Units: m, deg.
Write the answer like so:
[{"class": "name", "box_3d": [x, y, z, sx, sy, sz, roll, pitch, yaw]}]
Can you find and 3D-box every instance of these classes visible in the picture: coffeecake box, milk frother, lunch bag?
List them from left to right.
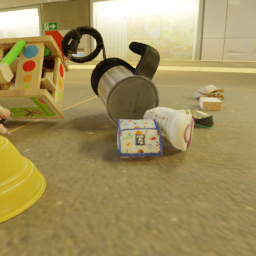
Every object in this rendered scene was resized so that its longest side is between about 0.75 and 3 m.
[{"class": "milk frother", "box_3d": [-0.696, -1.757, 9.218, 2.951, 2.664, 2.776, 5, 22, -20]}, {"class": "lunch bag", "box_3d": [0.256, 0.279, 6.835, 1.041, 0.758, 1.224, -1, 31, -2]}, {"class": "coffeecake box", "box_3d": [3.445, -1.030, 11.765, 0.742, 0.353, 0.967, 2, 17, 6]}]

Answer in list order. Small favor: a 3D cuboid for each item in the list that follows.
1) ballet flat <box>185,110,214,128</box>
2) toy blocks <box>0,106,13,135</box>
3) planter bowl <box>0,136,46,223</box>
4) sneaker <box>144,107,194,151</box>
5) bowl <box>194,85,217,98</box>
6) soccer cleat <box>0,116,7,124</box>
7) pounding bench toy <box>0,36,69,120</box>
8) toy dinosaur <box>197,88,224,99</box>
[{"class": "ballet flat", "box_3d": [2.139, -0.350, 9.288, 1.451, 0.530, 0.530, 10, 19, 30]}, {"class": "toy blocks", "box_3d": [-4.014, -0.009, 7.812, 1.217, 1.302, 1.096, 13, -15, 4]}, {"class": "planter bowl", "box_3d": [-2.752, 0.697, 4.923, 2.457, 1.023, 2.457, 0, 16, 0]}, {"class": "sneaker", "box_3d": [1.026, -0.030, 7.440, 1.268, 0.953, 2.546, 9, 8, 2]}, {"class": "bowl", "box_3d": [3.770, -1.823, 13.749, 0.931, 0.348, 0.933, -20, -2, -36]}, {"class": "soccer cleat", "box_3d": [-4.803, -0.435, 8.557, 0.991, 1.063, 2.905, 7, 18, 18]}, {"class": "pounding bench toy", "box_3d": [-3.235, -1.883, 8.801, 1.855, 2.329, 2.986, -1, -19, 5]}, {"class": "toy dinosaur", "box_3d": [4.099, -1.602, 13.607, 1.024, 0.582, 1.928, -6, 3, 27]}]
